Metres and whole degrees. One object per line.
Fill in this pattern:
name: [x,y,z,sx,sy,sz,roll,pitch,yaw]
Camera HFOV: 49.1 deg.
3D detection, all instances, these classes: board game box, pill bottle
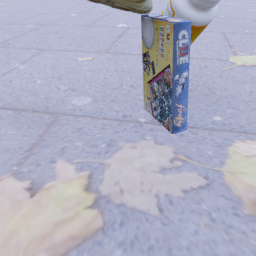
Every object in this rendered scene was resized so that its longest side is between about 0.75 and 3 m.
board game box: [0.731,-1.135,5.750,0.369,2.131,1.443,-13,30,-16]
pill bottle: [2.062,-3.958,9.715,1.612,2.902,1.612,4,74,-14]

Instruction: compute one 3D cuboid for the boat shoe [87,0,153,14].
boat shoe: [-0.518,-2.666,5.290,2.123,0.778,0.665,29,-4,16]
